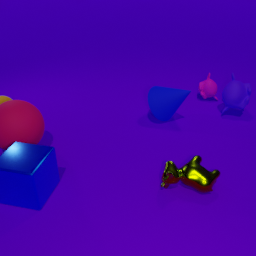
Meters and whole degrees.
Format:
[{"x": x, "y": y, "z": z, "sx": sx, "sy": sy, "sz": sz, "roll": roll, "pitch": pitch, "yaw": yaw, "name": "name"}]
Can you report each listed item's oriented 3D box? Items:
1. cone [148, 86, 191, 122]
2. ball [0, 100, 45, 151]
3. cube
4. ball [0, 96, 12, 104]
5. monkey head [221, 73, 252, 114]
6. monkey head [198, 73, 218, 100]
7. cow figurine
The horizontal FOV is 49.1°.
[{"x": 1.466, "y": -0.944, "z": 8.717, "sx": 1.219, "sy": 1.214, "sz": 1.214, "roll": -21, "pitch": 10, "yaw": 45, "name": "cone"}, {"x": -2.916, "y": -0.047, "z": 7.373, "sx": 1.387, "sy": 1.387, "sz": 1.387, "roll": 0, "pitch": 31, "yaw": 0, "name": "ball"}, {"x": -2.201, "y": 1.018, "z": 6.108, "sx": 0.999, "sy": 0.999, "sz": 0.999, "roll": 7, "pitch": 31, "yaw": 11, "name": "cube"}, {"x": -3.935, "y": -0.600, "z": 8.792, "sx": 0.826, "sy": 0.826, "sz": 0.826, "roll": 0, "pitch": 31, "yaw": 0, "name": "ball"}, {"x": 3.640, "y": -1.071, "z": 9.453, "sx": 0.886, "sy": 1.471, "sz": 1.058, "roll": 14, "pitch": -7, "yaw": 21, "name": "monkey head"}, {"x": 2.994, "y": -1.502, "z": 10.541, "sx": 0.655, "sy": 1.087, "sz": 0.782, "roll": -19, "pitch": 14, "yaw": 9, "name": "monkey head"}, {"x": 1.364, "y": 1.121, "z": 6.333, "sx": 1.158, "sy": 0.636, "sz": 1.139, "roll": 38, "pitch": 54, "yaw": 25, "name": "cow figurine"}]
